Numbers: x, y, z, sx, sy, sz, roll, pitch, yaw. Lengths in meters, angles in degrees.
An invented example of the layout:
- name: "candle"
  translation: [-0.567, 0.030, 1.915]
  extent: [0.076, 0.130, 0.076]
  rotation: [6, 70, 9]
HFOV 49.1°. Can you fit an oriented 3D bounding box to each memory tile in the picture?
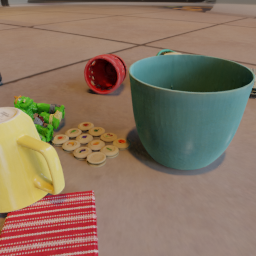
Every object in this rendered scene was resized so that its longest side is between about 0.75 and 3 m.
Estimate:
- name: "memory tile"
  translation: [-1.005, 0.368, 7.486]
  extent: [1.890, 0.159, 1.449]
  rotation: [23, 37, 34]

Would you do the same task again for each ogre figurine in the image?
- name: "ogre figurine"
  translation: [-2.620, -0.225, 7.736]
  extent: [1.335, 1.093, 2.228]
  rotation: [17, 44, -5]

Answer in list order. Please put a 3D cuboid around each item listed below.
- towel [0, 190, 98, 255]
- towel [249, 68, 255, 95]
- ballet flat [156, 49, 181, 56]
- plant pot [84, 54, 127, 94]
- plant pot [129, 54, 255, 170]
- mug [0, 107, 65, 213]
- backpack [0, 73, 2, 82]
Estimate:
- name: "towel"
  translation: [-1.318, 1.926, 4.606]
  extent: [1.659, 0.258, 2.294]
  rotation: [-6, 28, -6]
- name: "towel"
  translation: [5.552, -1.703, 11.043]
  extent: [2.669, 0.479, 2.772]
  rotation: [15, 30, 19]
- name: "ballet flat"
  translation: [2.154, -1.922, 9.536]
  extent: [2.936, 1.033, 0.989]
  rotation: [26, 78, 22]
- name: "plant pot"
  translation: [-0.787, -2.139, 10.695]
  extent: [1.424, 1.424, 1.296]
  rotation: [8, 27, 14]
- name: "plant pot"
  translation: [1.358, -0.339, 6.683]
  extent: [2.709, 2.174, 2.709]
  rotation: [0, 29, 0]
- name: "mug"
  translation: [-2.180, 0.481, 5.500]
  extent: [1.983, 1.628, 1.588]
  rotation: [-5, 26, 1]
- name: "backpack"
  translation: [-6.507, -2.367, 11.127]
  extent: [2.310, 1.776, 1.884]
  rotation: [-24, 41, -14]
